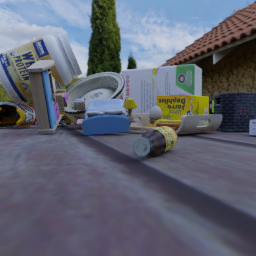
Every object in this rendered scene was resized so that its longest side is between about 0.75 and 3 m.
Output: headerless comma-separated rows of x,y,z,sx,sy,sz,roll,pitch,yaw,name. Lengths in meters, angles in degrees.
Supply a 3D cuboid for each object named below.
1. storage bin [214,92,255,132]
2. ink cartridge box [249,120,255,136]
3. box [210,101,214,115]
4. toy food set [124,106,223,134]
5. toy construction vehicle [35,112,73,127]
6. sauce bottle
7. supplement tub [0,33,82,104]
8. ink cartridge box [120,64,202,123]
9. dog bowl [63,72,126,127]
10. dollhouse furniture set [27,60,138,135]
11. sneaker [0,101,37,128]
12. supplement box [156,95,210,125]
3.535,-0.426,7.592,2.173,1.019,1.469,0,4,7,storage bin
3.375,0.016,5.576,0.758,0.356,1.612,-2,4,-44,ink cartridge box
3.831,-0.768,13.104,0.752,1.013,0.630,1,4,12,box
0.909,-0.232,6.904,2.245,0.678,1.611,2,4,45,toy food set
-2.726,-0.546,10.611,2.146,0.868,2.465,2,4,34,toy construction vehicle
0.344,0.172,3.411,0.340,0.340,1.030,1,6,22,sauce bottle
-2.738,-1.890,8.749,2.255,1.628,1.628,-25,7,-6,supplement tub
1.270,-1.214,10.915,2.961,2.144,1.243,1,3,28,ink cartridge box
-1.042,-0.864,8.879,2.192,0.808,2.192,-14,36,10,dog bowl
-0.955,-0.922,6.816,2.263,1.476,2.136,-3,23,-1,dollhouse furniture set
-4.196,-0.485,8.740,2.541,0.989,1.044,0,4,3,sneaker
1.726,-0.489,8.589,0.989,0.995,1.818,2,5,35,supplement box
